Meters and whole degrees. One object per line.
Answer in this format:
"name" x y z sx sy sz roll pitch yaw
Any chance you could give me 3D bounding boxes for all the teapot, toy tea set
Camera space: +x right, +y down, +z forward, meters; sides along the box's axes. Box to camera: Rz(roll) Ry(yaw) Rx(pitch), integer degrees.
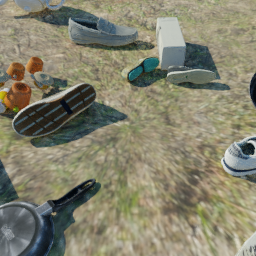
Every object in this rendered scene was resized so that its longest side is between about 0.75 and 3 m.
"teapot" -4.549 -6.328 13.206 2.388 1.767 2.420 12 -11 -42
"toy tea set" -3.274 -1.369 8.787 1.457 0.907 2.450 38 34 2

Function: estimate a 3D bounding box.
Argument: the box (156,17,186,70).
"box" 1.565 -3.225 10.561 0.824 0.990 2.410 0 43 1

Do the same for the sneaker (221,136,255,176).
"sneaker" 3.374 0.558 6.744 2.175 0.876 0.831 -11 43 -13

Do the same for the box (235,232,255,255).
"box" 3.085 2.722 4.510 1.037 0.863 2.525 -30 51 -27

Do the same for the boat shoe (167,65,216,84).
"boat shoe" 2.124 -1.849 9.414 1.616 0.580 0.546 2 49 5

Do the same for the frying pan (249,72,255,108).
"frying pan" 4.071 -1.491 8.307 1.720 0.463 2.844 -25 80 -11

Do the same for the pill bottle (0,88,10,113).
"pill bottle" -3.790 -0.850 8.496 0.431 0.431 0.789 4 45 4

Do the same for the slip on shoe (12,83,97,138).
"slip on shoe" -2.064 -0.522 7.986 2.482 0.944 0.752 -36 14 -21

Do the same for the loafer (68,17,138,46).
"loafer" -1.000 -3.921 11.248 2.845 0.993 0.995 2 44 2

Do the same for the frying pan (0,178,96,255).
"frying pan" -1.809 1.996 5.629 2.805 0.457 1.697 -17 47 -12

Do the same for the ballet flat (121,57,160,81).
"ballet flat" 0.411 -2.127 9.772 1.596 0.564 0.564 -34 54 -28
